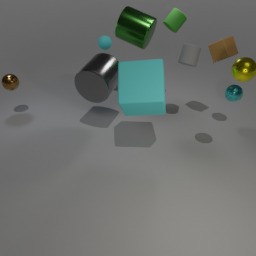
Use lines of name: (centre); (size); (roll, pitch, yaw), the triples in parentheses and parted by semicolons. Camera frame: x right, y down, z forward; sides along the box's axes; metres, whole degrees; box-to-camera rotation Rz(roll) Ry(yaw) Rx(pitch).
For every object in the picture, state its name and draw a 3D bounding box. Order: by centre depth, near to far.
ball: (3.307, -1.658, 7.967); (0.700, 0.700, 0.700); (0, 31, 0)
cube: (0.482, -1.267, 9.132); (1.400, 1.400, 1.400); (-2, -14, 9)
cylinder: (2.317, -2.724, 10.524); (0.700, 0.700, 0.700); (14, 11, -3)
cylinder: (-1.079, -1.891, 10.558); (1.400, 1.400, 1.400); (11, 42, 18)
cube: (3.606, -2.974, 10.601); (0.700, 0.700, 0.700); (-26, 9, -35)
ball: (4.255, -1.396, 11.253); (0.700, 0.700, 0.700); (0, 31, 0)
cylinder: (1.925, -4.396, 11.467); (0.700, 0.700, 0.700); (38, 11, -9)
ball: (-4.953, -1.930, 11.803); (0.700, 0.700, 0.700); (0, 31, 0)
cylinder: (0.354, -4.365, 12.233); (1.400, 1.400, 1.400); (26, 36, 6)
ball: (-1.183, -4.355, 14.304); (0.700, 0.700, 0.700); (0, 31, 0)
